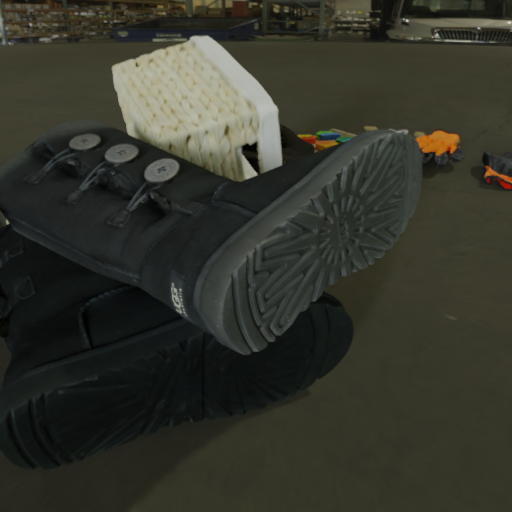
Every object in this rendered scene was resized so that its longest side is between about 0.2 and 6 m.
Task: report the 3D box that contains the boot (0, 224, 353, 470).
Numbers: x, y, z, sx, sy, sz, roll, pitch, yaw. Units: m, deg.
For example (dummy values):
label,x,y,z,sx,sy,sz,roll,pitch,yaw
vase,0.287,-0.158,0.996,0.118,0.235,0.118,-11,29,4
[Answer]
label,x,y,z,sx,sy,sz,roll,pitch,yaw
boot,-1.139,0.418,5.890,3.496,1.294,2.865,-15,37,-15

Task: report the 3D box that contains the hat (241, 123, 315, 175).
label,x,y,z,sx,sy,sz,roll,pitch,yaw
hat,-0.211,-1.947,10.854,2.612,1.053,2.612,14,30,-8

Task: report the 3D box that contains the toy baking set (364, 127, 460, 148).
label,x,y,z,sx,sy,sz,roll,pitch,yaw
toy baking set,3.866,-2.912,14.381,2.819,0.328,2.164,15,26,28

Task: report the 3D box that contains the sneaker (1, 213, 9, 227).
label,x,y,z,sx,sy,sz,roll,pitch,yaw
sneaker,-3.480,-0.989,9.828,0.931,0.701,1.991,21,35,17

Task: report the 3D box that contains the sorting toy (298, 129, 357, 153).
label,x,y,z,sx,sy,sz,roll,pitch,yaw
sorting toy,1.719,-2.804,13.904,1.868,0.341,1.729,-21,32,-29

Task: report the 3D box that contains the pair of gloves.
label,x,y,z,sx,sy,sz,roll,pitch,yaw
pair of gloves,4.834,-2.250,12.529,2.661,0.329,2.370,23,34,24

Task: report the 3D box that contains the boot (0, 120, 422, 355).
label,x,y,z,sx,sy,sz,roll,pitch,yaw
boot,-0.566,-0.685,5.524,3.483,1.143,2.870,20,38,39

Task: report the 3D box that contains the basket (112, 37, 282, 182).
label,x,y,z,sx,sy,sz,roll,pitch,yaw
basket,-0.824,-1.624,7.487,1.515,1.665,2.457,-19,45,-13
